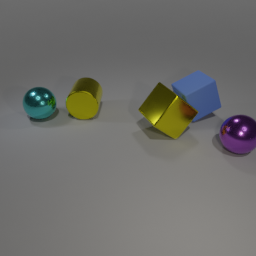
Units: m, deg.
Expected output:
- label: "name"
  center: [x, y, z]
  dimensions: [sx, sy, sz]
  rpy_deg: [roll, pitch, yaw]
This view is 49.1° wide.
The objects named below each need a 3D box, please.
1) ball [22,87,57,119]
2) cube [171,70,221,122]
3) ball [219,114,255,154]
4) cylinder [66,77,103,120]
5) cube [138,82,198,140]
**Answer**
- label: "ball"
  center: [-3.777, -1.066, 12.001]
  dimensions: [1.400, 1.400, 1.400]
  rpy_deg: [0, 32, 0]
- label: "cube"
  center: [2.933, -1.399, 12.075]
  dimensions: [1.400, 1.400, 1.400]
  rpy_deg: [-28, 33, -2]
- label: "ball"
  center: [3.981, 0.218, 9.959]
  dimensions: [1.400, 1.400, 1.400]
  rpy_deg: [0, 32, 0]
- label: "cylinder"
  center: [-1.895, -1.313, 12.331]
  dimensions: [1.400, 1.400, 1.400]
  rpy_deg: [2, 35, 3]
- label: "cube"
  center: [1.538, -0.662, 10.854]
  dimensions: [1.400, 1.400, 1.400]
  rpy_deg: [29, 13, -37]
